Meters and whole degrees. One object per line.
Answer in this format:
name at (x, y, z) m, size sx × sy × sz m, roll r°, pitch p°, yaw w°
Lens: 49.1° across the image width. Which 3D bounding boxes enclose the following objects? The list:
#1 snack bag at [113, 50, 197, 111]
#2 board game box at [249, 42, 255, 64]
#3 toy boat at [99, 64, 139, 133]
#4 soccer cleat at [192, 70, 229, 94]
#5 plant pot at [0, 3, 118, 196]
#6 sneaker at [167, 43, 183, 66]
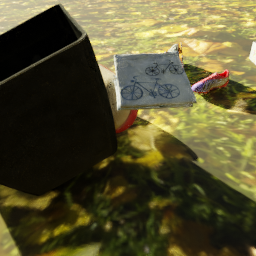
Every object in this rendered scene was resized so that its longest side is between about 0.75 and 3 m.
snack bag at (0.517, -1.138, 6.452) m, size 1.721 × 0.195 × 1.825 m, roll -5°, pitch 53°, yaw -6°
board game box at (5.465, -2.848, 11.052) m, size 0.721 × 0.734 × 1.400 m, roll 1°, pitch 33°, yaw 1°
toy boat at (-0.417, -0.728, 7.484) m, size 1.444 × 1.442 × 2.210 m, roll 13°, pitch 20°, yaw -40°
soccer cleat at (2.685, -1.510, 9.121) m, size 1.502 × 0.574 × 0.501 m, roll -16°, pitch 36°, yaw -24°
plant pot at (-1.676, -0.393, 5.289) m, size 2.688 × 2.390 × 2.695 m, roll -30°, pitch 39°, yaw -2°
sneaker at (1.683, -2.681, 10.748) m, size 0.847 × 0.858 × 2.192 m, roll -4°, pitch 30°, yaw 12°
